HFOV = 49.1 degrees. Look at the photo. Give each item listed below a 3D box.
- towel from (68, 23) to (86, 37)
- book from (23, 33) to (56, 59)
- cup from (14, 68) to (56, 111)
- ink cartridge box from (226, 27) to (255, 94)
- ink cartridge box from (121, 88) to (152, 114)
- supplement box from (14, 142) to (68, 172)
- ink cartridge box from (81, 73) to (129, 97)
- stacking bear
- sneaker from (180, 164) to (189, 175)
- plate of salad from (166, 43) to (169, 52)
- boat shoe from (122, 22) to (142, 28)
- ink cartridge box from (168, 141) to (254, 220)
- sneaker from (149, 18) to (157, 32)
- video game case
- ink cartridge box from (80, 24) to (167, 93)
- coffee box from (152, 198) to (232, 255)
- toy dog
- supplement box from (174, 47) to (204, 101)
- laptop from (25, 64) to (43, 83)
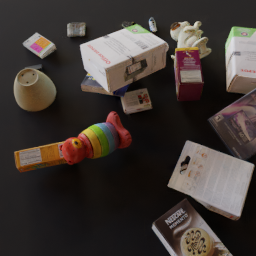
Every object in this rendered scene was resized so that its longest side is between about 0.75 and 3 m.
[{"bbox_3d":[-2.637,-5.075,14.364,0.912,0.164,0.947,-3,61,-2],"label":"towel"},{"bbox_3d":[-4.353,-4.046,13.725,1.367,0.329,0.913,37,69,19],"label":"book"},{"bbox_3d":[-4.068,-1.778,11.864,1.780,1.273,1.780,0,65,-1],"label":"cup"},{"bbox_3d":[5.630,-2.982,12.582,2.153,1.243,2.960,8,61,4],"label":"ink cartridge box"},{"bbox_3d":[0.358,-1.048,11.942,1.161,0.487,1.019,-12,68,-6],"label":"ink cartridge box"},{"bbox_3d":[-3.063,1.069,10.548,2.143,0.713,0.737,-10,69,-11],"label":"supplement box"},{"bbox_3d":[-0.868,-2.156,12.289,1.866,0.439,1.844,8,43,11],"label":"ink cartridge box"},{"bbox_3d":[-1.294,0.544,10.290,2.347,1.335,1.425,-22,70,-29],"label":"stacking bear"},{"bbox_3d":[2.549,1.601,10.546,1.152,0.433,0.662,-22,64,-6],"label":"sneaker"},{"bbox_3d":[1.484,-3.952,13.698,0.992,0.238,0.992,1,60,-2],"label":"plate of salad"},{"bbox_3d":[0.229,-5.263,14.345,1.137,0.374,0.406,25,64,13],"label":"boat shoe"},{"bbox_3d":[3.050,1.876,10.359,2.620,0.657,2.125,20,63,18],"label":"ink cartridge box"},{"bbox_3d":[1.281,-5.300,14.401,0.323,0.326,0.900,-10,63,-7],"label":"sneaker"},{"bbox_3d":[4.966,-0.251,11.050,2.945,0.279,2.104,-33,80,-2],"label":"video game case"},{"bbox_3d":[-0.187,-2.956,11.588,2.901,1.219,2.110,-28,52,-21],"label":"ink cartridge box"},{"bbox_3d":[2.071,3.760,9.017,1.406,0.993,2.488,-32,66,-16],"label":"coffee box"},{"bbox_3d":[2.790,-4.196,13.376,1.908,1.373,1.968,-33,62,22],"label":"toy dog"},{"bbox_3d":[2.602,-2.347,12.176,1.023,1.297,1.982,-2,62,4],"label":"supplement box"},{"bbox_3d":[-4.363,-2.553,13.045,0.791,0.490,0.845,-14,90,-7],"label":"laptop"}]
